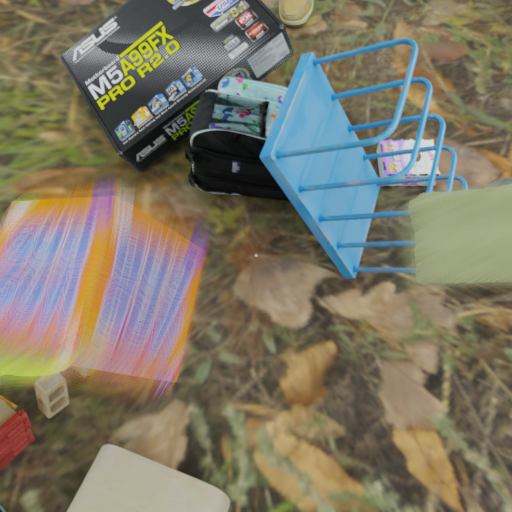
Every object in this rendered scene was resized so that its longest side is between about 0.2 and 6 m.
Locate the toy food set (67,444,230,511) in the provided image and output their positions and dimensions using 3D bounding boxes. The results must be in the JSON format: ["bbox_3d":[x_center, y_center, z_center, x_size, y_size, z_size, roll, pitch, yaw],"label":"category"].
[{"bbox_3d":[-1.480,3.455,7.202,1.979,0.598,1.420,19,50,9],"label":"toy food set"}]

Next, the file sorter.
[{"bbox_3d":[1.766,-1.309,8.180,1.807,2.945,2.044,-2,54,35],"label":"file sorter"}]

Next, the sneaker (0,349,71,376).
[{"bbox_3d":[-3.309,0.992,6.671,2.469,1.032,0.914,-14,32,2],"label":"sneaker"}]

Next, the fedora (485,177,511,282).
[{"bbox_3d":[4.139,-0.293,9.106,1.597,0.815,1.806,18,67,11],"label":"fedora"}]

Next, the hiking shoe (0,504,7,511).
[{"bbox_3d":[-3.288,4.189,6.267,1.139,1.327,3.062,-13,61,-7],"label":"hiking shoe"}]

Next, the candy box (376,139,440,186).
[{"bbox_3d":[2.746,-1.693,10.165,0.993,0.355,0.833,0,60,1],"label":"candy box"}]

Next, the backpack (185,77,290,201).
[{"bbox_3d":[0.098,-1.828,9.351,2.202,1.955,1.658,13,66,2],"label":"backpack"}]

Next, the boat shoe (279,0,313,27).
[{"bbox_3d":[0.942,-5.967,12.332,0.751,0.798,2.096,8,61,5],"label":"boat shoe"}]

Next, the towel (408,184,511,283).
[{"bbox_3d":[2.664,-0.241,6.663,1.591,0.290,1.180,-6,85,24],"label":"towel"}]

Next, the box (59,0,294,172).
[{"bbox_3d":[-1.549,-3.709,10.347,3.593,0.795,2.879,-36,66,5],"label":"box"}]

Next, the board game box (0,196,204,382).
[{"bbox_3d":[-1.624,0.366,5.638,1.445,1.444,1.444,1,71,30],"label":"board game box"}]

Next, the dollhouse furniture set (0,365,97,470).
[{"bbox_3d":[-3.254,1.809,8.026,1.213,0.917,2.255,34,49,18],"label":"dollhouse furniture set"}]
